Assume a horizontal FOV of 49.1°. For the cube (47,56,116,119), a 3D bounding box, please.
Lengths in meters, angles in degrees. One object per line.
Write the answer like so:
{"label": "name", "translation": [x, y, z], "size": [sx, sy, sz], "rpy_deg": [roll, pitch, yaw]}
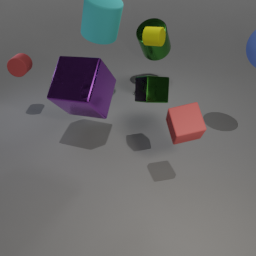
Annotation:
{"label": "cube", "translation": [-1.359, -1.216, 8.569], "size": [1.400, 1.400, 1.400], "rpy_deg": [8, 75, 20]}

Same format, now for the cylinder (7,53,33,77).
{"label": "cylinder", "translation": [-3.932, -2.297, 10.204], "size": [0.700, 0.700, 0.700], "rpy_deg": [0, 29, 1]}

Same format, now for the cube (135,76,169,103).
{"label": "cube", "translation": [0.657, -1.066, 7.791], "size": [0.700, 0.700, 0.700], "rpy_deg": [-2, 8, -25]}

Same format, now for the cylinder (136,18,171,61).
{"label": "cylinder", "translation": [1.225, -4.134, 13.164], "size": [1.400, 1.400, 1.400], "rpy_deg": [-6, 68, 15]}

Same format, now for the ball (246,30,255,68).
{"label": "ball", "translation": [4.221, -2.370, 8.220], "size": [1.400, 1.400, 1.400], "rpy_deg": [0, 32, 0]}

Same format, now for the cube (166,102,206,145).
{"label": "cube", "translation": [1.338, -0.095, 6.585], "size": [0.700, 0.700, 0.700], "rpy_deg": [-13, 71, -2]}

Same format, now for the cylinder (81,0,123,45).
{"label": "cylinder", "translation": [-0.981, -4.058, 10.345], "size": [1.400, 1.400, 1.400], "rpy_deg": [9, 45, -9]}

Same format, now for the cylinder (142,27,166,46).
{"label": "cylinder", "translation": [1.013, -3.559, 10.888], "size": [0.700, 0.700, 0.700], "rpy_deg": [12, 34, 26]}
